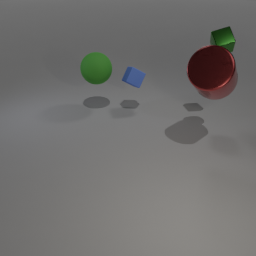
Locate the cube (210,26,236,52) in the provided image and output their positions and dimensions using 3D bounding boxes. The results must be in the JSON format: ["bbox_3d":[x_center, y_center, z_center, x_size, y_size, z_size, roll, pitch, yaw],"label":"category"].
[{"bbox_3d":[3.537,-3.238,10.512,0.700,0.700,0.700,-15,71,7],"label":"cube"}]

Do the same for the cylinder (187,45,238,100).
[{"bbox_3d":[2.702,-1.710,8.882,1.400,1.400,1.400,14,0,25],"label":"cylinder"}]

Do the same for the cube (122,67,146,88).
[{"bbox_3d":[0.247,-2.270,12.504,0.700,0.700,0.700,23,5,-23],"label":"cube"}]

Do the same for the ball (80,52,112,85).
[{"bbox_3d":[-1.398,-2.627,12.361,1.400,1.400,1.400,0,28,0],"label":"ball"}]
